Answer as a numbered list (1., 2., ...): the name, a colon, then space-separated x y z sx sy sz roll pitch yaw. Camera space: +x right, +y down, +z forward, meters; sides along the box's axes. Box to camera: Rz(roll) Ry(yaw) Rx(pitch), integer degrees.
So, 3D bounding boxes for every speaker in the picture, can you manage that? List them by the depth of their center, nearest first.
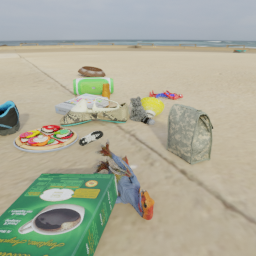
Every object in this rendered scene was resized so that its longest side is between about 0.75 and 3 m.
1. speaker: -1.958 -2.370 15.920 2.239 0.990 0.990 -3 20 -7

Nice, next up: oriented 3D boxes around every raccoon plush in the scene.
1. raccoon plush: 0.614 -0.746 11.364 1.392 0.933 0.674 14 24 35

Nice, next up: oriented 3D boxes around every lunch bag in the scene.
1. lunch bag: 1.784 0.088 8.128 0.893 1.520 1.246 -10 21 -26

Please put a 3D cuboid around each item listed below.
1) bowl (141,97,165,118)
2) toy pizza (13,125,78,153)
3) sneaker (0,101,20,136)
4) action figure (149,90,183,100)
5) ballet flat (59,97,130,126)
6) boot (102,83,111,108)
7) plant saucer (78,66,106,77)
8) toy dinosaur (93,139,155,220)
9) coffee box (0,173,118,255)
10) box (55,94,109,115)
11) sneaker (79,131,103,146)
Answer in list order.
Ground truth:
1. bowl: 0.971 -0.787 11.838 1.062 1.062 0.571 7 63 20
2. toy pizza: -2.728 0.272 9.377 2.101 0.333 2.101 0 19 0
3. sneaker: -5.119 -0.264 9.229 2.934 1.202 1.074 -16 55 -32
4. action figure: 2.091 -1.808 15.187 1.822 0.471 0.596 12 20 24
5. ballet flat: -1.321 -0.692 11.036 2.796 1.053 0.948 -3 18 -9
6. boot: -1.148 -1.625 13.660 0.521 1.061 1.482 1 21 5
7. plant saucer: -2.860 -4.548 22.360 2.256 0.413 2.256 10 23 -4
8. toy dinosaur: 0.052 1.130 6.120 2.027 1.173 2.234 38 28 33
9. coffee box: -1.316 1.680 4.690 1.719 0.615 2.796 -2 20 12
10. box: -2.063 -1.025 12.692 1.515 0.400 1.943 15 30 36
11. sneaker: -1.203 0.322 8.898 0.882 0.293 0.399 -26 4 -27
